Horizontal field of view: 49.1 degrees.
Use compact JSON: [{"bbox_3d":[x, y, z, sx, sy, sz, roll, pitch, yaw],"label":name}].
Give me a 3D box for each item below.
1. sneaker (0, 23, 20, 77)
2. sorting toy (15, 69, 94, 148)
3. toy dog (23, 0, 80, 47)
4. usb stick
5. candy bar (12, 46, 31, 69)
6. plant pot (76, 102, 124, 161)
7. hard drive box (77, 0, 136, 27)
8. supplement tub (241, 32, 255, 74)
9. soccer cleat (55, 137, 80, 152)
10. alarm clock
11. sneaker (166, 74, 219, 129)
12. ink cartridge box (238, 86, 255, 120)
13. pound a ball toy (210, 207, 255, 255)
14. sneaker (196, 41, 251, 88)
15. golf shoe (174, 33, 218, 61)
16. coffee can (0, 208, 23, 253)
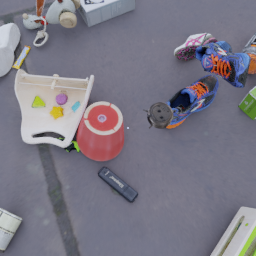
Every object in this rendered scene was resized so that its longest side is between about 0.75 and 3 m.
[{"bbox_3d":[-5.266,-3.068,11.237,1.175,0.999,2.654,-1,57,13],"label":"sneaker"},{"bbox_3d":[-2.579,-0.574,9.714,2.725,1.456,2.453,7,71,10],"label":"sorting toy"},{"bbox_3d":[-3.223,-4.695,11.285,2.691,1.296,1.775,-25,63,11],"label":"toy dog"},{"bbox_3d":[-0.332,1.837,9.146,1.515,0.247,0.420,37,70,16],"label":"usb stick"},{"bbox_3d":[-4.350,-2.903,11.486,0.301,0.134,1.206,16,66,7],"label":"candy bar"},{"bbox_3d":[-0.866,0.034,9.187,1.703,1.507,1.703,4,61,-7],"label":"plant pot"},{"bbox_3d":[-1.124,-5.797,12.436,2.380,0.914,1.855,-27,68,-12],"label":"hard drive box"},{"bbox_3d":[5.157,-3.034,11.007,1.097,1.097,1.790,33,69,15],"label":"supplement tub"},{"bbox_3d":[-2.142,0.597,9.698,1.032,0.349,0.418,10,67,2],"label":"soccer cleat"},{"bbox_3d":[1.075,-0.416,8.356,1.127,0.375,0.760,-14,72,-11],"label":"alarm clock"},{"bbox_3d":[2.291,-1.060,10.062,2.801,1.099,1.055,-40,72,-17],"label":"sneaker"},{"bbox_3d":[4.966,-1.420,9.662,1.569,2.123,0.804,-37,70,-16],"label":"ink cartridge box"},{"bbox_3d":[3.211,3.879,7.847,1.794,1.169,2.752,45,70,-8],"label":"pound a ball toy"},{"bbox_3d":[2.790,-1.913,8.489,1.049,1.007,2.674,-3,29,-5],"label":"sneaker"},{"bbox_3d":[2.630,-3.342,11.437,1.954,0.709,0.900,-23,54,-18],"label":"golf shoe"},{"bbox_3d":[-3.736,3.021,8.283,0.768,0.768,1.050,22,66,10],"label":"coffee can"}]
